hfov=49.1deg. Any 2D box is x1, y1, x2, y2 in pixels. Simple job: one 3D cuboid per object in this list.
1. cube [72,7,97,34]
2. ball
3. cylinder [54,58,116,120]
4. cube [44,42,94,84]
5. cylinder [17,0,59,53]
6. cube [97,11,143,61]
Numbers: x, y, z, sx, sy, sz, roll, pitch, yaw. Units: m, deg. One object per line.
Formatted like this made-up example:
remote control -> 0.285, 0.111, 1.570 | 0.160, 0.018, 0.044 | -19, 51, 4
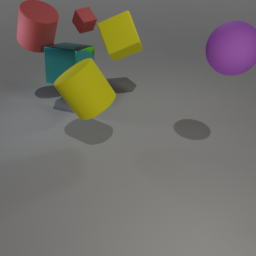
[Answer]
cube -> -1.843, -4.555, 11.846 | 0.700, 0.700, 0.700 | -28, 79, -31
ball -> 2.779, -2.099, 7.426 | 1.400, 1.400, 1.400 | 0, 31, 0
cylinder -> -1.319, -1.200, 8.716 | 1.400, 1.400, 1.400 | -28, 26, 15
cube -> -2.244, -2.483, 10.913 | 1.400, 1.400, 1.400 | 13, 26, 18
cylinder -> -3.464, -3.872, 10.710 | 1.400, 1.400, 1.400 | 13, 49, -16
cube -> -0.294, -3.888, 12.013 | 1.400, 1.400, 1.400 | -20, 0, 9
